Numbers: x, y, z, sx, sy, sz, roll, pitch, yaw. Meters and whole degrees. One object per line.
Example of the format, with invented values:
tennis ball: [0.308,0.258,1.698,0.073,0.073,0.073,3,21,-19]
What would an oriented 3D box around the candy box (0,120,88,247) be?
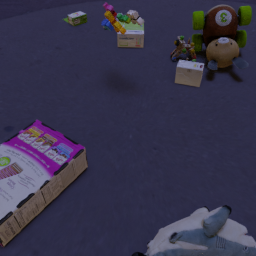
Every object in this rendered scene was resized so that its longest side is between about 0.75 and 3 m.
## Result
candy box: [-2.591,1.157,6.870,1.874,0.838,2.749,27,49,26]

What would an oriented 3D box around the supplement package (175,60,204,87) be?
supplement package: [2.277,-2.029,10.389,0.935,0.729,0.519,12,44,14]

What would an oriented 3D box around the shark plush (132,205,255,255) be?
shark plush: [1.138,2.479,5.428,2.912,1.323,1.213,-17,76,-23]

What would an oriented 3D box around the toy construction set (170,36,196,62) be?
toy construction set: [2.397,-3.421,11.673,1.124,1.035,1.348,12,44,12]

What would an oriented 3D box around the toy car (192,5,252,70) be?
toy car: [3.710,-3.254,10.977,2.183,2.097,2.658,-2,53,9]

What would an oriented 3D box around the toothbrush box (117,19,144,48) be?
toothbrush box: [0.137,-4.414,12.982,1.180,0.698,1.621,1,42,0]

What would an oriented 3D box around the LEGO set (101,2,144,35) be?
LEGO set: [-0.433,-3.509,8.848,0.712,0.766,1.866,-50,43,-4]

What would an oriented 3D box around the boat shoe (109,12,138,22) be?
boat shoe: [-0.343,-5.484,14.163,1.934,0.663,0.696,-13,44,-13]

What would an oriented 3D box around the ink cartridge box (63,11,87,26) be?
ink cartridge box: [-2.823,-5.825,14.700,0.853,0.437,1.154,-32,52,-30]
